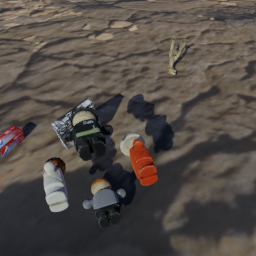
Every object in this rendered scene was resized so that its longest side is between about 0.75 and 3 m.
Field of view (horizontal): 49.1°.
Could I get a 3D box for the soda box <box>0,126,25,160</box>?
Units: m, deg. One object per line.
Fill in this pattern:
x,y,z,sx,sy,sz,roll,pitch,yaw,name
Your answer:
-2.888,0.375,6.568,0.307,0.339,0.967,19,43,16,soda box

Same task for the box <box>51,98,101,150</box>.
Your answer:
-1.133,-0.082,6.326,1.012,0.798,0.252,-39,56,-19,box

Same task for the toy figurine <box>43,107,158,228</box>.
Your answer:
-0.527,0.656,4.734,1.671,1.645,1.162,26,19,-29,toy figurine

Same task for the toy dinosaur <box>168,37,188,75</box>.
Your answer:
1.604,-2.547,9.591,0.598,1.039,2.055,21,38,6,toy dinosaur
